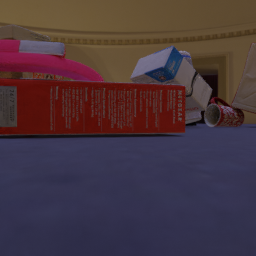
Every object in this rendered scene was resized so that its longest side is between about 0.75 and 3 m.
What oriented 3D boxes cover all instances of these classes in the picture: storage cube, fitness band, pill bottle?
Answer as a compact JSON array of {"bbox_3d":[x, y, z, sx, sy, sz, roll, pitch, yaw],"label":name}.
[{"bbox_3d":[5.267,-1.414,9.486,2.615,2.235,2.351,24,15,36],"label":"storage cube"},{"bbox_3d":[-1.647,-0.736,4.837,2.504,0.469,1.798,2,-24,-2],"label":"fitness band"},{"bbox_3d":[2.155,-1.627,12.013,1.649,2.899,1.649,-11,-6,-1],"label":"pill bottle"}]

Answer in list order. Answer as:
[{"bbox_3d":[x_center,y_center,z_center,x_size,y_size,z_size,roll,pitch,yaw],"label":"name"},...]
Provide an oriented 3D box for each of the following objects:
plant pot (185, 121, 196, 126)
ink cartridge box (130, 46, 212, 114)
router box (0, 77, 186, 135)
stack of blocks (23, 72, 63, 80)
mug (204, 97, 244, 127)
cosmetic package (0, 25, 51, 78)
[{"bbox_3d":[1.920,-1.056,13.713,2.168,1.923,2.162,1,1,-14],"label":"plant pot"},{"bbox_3d":[1.251,-1.240,8.004,1.921,0.809,1.389,38,-26,-29],"label":"ink cartridge box"},{"bbox_3d":[-0.588,-0.206,3.757,1.956,0.532,2.179,0,1,-15],"label":"router box"},{"bbox_3d":[-2.131,-1.011,7.485,0.593,2.025,1.166,1,2,45],"label":"stack of blocks"},{"bbox_3d":[3.328,-0.510,9.546,1.168,1.037,0.779,4,3,-25],"label":"mug"},{"bbox_3d":[-3.262,-1.460,8.576,1.026,2.885,1.518,3,4,31],"label":"cosmetic package"}]
